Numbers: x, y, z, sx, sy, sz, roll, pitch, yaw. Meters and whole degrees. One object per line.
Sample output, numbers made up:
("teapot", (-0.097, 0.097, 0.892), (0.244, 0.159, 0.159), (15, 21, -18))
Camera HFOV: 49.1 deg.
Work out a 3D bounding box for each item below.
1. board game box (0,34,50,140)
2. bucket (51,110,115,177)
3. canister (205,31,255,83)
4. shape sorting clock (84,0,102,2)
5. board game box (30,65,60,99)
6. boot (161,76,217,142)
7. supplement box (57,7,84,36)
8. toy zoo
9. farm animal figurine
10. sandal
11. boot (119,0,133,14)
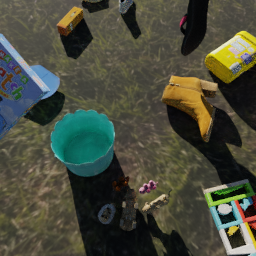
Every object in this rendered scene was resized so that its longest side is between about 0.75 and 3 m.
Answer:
("board game box", (-3.275, -0.805, 6.758), (2.315, 0.424, 1.751), (-40, 93, 15))
("bucket", (-1.434, 0.554, 9.460), (2.123, 1.381, 2.123), (0, 60, 1))
("canister", (4.492, -2.975, 11.756), (2.099, 0.908, 1.559), (-34, 66, -16))
("shape sorting clock", (-1.826, -7.024, 14.376), (1.562, 0.306, 1.562), (2, 62, -4))
("board game box", (-3.668, -1.790, 11.421), (1.782, 0.347, 1.408), (34, 61, 12))
("boot", (2.243, -0.795, 10.590), (1.998, 0.982, 2.791), (8, 57, 11))
("supplement box", (-2.684, -5.022, 13.142), (0.504, 0.521, 1.515), (25, 65, 13))
("toy zoo", (3.546, 2.918, 8.788), (1.567, 0.244, 2.388), (-13, 61, -8))
("farm animal figurine", (0.222, 2.405, 8.755), (1.835, 0.957, 1.815), (25, 76, 6))
("sandal", (2.241, -3.736, 9.674), (1.032, 2.748, 0.619), (-32, 58, -20))
("boot", (-0.083, -6.301, 13.772), (0.500, 0.650, 1.360), (15, 62, 8))
